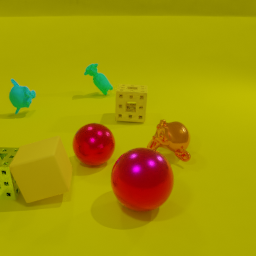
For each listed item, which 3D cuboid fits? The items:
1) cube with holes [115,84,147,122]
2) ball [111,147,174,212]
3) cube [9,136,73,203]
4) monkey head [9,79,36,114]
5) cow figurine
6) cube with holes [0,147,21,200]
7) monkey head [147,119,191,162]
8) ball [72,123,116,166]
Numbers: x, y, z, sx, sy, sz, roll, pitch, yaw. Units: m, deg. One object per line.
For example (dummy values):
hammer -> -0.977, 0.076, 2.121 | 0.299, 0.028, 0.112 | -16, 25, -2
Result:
cube with holes -> 0.115, -0.823, 9.044 | 0.956, 0.956, 0.956 | 4, 22, 2
ball -> 0.255, 0.918, 5.045 | 1.138, 1.138, 1.138 | 0, 24, 0
cube -> -1.605, 0.763, 5.336 | 0.827, 0.827, 0.827 | -16, 23, 0
monkey head -> -3.533, -1.062, 9.365 | 0.717, 1.190, 0.856 | 2, 17, 6
cow figurine -> -1.171, -1.960, 11.120 | 0.678, 1.235, 1.215 | -39, -15, 3
cube with holes -> -2.512, 0.891, 5.601 | 0.749, 0.749, 0.749 | 1, 24, 3
monkey head -> 1.019, 0.319, 6.908 | 0.863, 1.030, 1.432 | 24, 30, -21
ball -> -0.782, 0.374, 6.463 | 0.990, 0.990, 0.990 | 0, 24, 0
